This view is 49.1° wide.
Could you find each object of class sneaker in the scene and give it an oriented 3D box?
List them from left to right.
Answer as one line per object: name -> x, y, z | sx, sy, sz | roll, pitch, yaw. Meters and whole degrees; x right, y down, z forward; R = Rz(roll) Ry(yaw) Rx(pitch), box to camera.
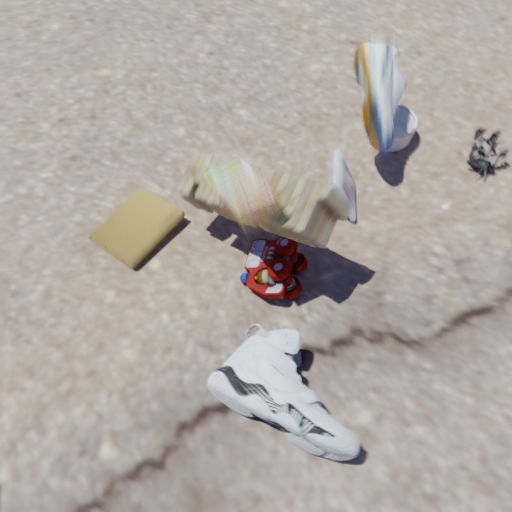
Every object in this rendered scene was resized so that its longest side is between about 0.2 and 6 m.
sneaker -> 0.618, 2.051, 8.820 | 2.550, 0.958, 1.466 | 23, 62, 19
sneaker -> 2.556, -3.118, 10.921 | 0.928, 0.792, 2.105 | -8, 90, -13

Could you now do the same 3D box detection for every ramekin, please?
ramekin -> 2.939, -2.787, 12.303 | 1.087, 0.571, 1.087 | 0, 57, 0

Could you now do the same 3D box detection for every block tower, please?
block tower -> -0.012, -0.977, 9.468 | 3.114, 0.841, 0.900 | 18, 80, 37

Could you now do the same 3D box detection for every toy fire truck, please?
toy fire truck -> 0.277, 0.219, 10.303 | 1.090, 0.728, 1.298 | -2, 52, 28

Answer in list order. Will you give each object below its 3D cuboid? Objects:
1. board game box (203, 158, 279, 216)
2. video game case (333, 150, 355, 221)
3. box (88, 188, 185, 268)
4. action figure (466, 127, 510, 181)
board game box -> -0.273, -1.089, 8.435 | 0.662, 0.208, 1.386 | -23, 38, -16
video game case -> 1.761, -1.401, 11.107 | 0.125, 0.991, 1.088 | -14, 46, 24
box -> -2.337, -0.585, 10.963 | 1.238, 0.161, 1.515 | 29, 65, 26
action figure -> 4.890, -2.229, 11.898 | 0.761, 0.653, 1.280 | 19, 56, -1
